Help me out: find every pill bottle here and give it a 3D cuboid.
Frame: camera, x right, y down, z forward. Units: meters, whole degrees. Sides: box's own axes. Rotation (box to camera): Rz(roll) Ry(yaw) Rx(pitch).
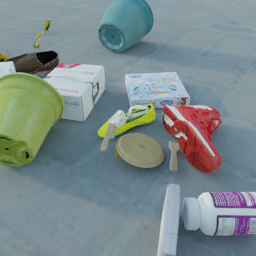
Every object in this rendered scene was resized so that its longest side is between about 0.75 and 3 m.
[{"bbox_3d":[1.996,1.807,5.931,1.577,0.885,0.885,0,36,0],"label":"pill bottle"}]

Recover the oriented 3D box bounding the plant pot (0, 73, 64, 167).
[{"bbox_3d":[-3.047,-0.093,7.822,2.140,2.140,1.968,2,48,3],"label":"plant pot"}]

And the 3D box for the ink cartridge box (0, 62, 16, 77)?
[{"bbox_3d":[-4.342,-1.359,9.788,0.844,1.465,2.529,-8,37,-11],"label":"ink cartridge box"}]

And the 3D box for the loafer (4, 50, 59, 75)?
[{"bbox_3d":[-4.154,-2.836,11.928,2.762,0.980,1.009,-30,88,-35],"label":"loafer"}]

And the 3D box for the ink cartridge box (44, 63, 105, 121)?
[{"bbox_3d":[-2.052,-1.387,10.180,1.807,1.037,2.488,8,37,11],"label":"ink cartridge box"}]

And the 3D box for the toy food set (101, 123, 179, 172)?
[{"bbox_3d":[0.333,0.652,7.897,2.170,0.436,1.498,17,34,1],"label":"toy food set"}]

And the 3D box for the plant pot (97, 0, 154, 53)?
[{"bbox_3d":[-0.280,-5.232,14.513,2.528,2.528,2.376,16,54,21],"label":"plant pot"}]

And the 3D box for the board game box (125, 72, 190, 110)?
[{"bbox_3d":[1.046,-1.483,10.820,2.159,0.444,2.154,-3,36,-4],"label":"board game box"}]

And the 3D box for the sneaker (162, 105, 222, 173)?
[{"bbox_3d":[2.276,0.035,8.188,1.690,1.146,2.925,-12,39,-13],"label":"sneaker"}]

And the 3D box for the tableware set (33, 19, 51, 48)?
[{"bbox_3d":[-1.993,-2.197,6.555,0.115,0.752,0.507,25,0,-34],"label":"tableware set"}]

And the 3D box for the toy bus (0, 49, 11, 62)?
[{"bbox_3d":[-5.441,-2.695,11.981,1.037,1.099,0.568,-4,36,7],"label":"toy bus"}]

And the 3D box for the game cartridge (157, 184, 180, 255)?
[{"bbox_3d":[0.808,1.955,5.557,0.337,1.080,1.621,6,36,10],"label":"game cartridge"}]

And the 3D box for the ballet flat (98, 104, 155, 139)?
[{"bbox_3d":[-0.027,-0.309,8.995,2.097,0.703,0.701,-19,40,-23],"label":"ballet flat"}]
